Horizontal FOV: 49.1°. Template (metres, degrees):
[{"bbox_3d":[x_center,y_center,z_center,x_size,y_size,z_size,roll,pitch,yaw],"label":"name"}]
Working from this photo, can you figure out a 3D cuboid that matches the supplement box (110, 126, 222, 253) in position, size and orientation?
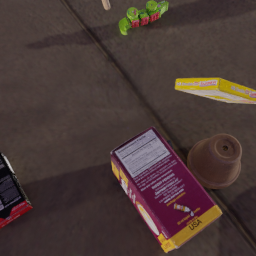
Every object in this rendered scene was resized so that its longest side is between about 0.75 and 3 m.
[{"bbox_3d":[0.849,1.654,7.433,1.421,1.802,2.753,-31,66,-14],"label":"supplement box"}]

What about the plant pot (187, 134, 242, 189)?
[{"bbox_3d":[2.613,0.822,8.108,1.571,1.370,1.571,0,62,0],"label":"plant pot"}]

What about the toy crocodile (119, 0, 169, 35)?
[{"bbox_3d":[0.631,-4.419,11.122,2.225,0.751,0.687,-25,76,-10],"label":"toy crocodile"}]

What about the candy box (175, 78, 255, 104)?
[{"bbox_3d":[2.321,-0.866,6.780,2.299,1.175,0.304,6,91,-41],"label":"candy box"}]

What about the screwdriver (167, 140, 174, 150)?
[{"bbox_3d":[1.429,0.939,8.727,0.179,0.172,1.230,3,60,-34],"label":"screwdriver"}]

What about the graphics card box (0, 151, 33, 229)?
[{"bbox_3d":[-3.807,1.801,8.080,1.273,0.516,2.030,-33,69,-15],"label":"graphics card box"}]

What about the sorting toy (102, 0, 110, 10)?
[{"bbox_3d":[-0.899,-4.892,8.488,0.348,1.765,1.907,-15,65,5],"label":"sorting toy"}]
